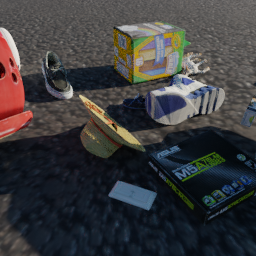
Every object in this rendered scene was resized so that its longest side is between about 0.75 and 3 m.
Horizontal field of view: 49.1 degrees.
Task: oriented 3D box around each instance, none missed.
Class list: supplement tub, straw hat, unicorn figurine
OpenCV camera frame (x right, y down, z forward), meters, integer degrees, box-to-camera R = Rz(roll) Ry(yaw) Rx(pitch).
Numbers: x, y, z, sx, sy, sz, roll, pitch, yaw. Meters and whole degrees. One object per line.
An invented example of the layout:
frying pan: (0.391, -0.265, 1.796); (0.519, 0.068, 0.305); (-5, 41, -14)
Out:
supplement tub: (-5.338, -2.462, 9.915); (2.508, 1.760, 1.760); (-23, 41, -29)
straw hat: (-0.638, 0.204, 6.834); (0.883, 2.086, 2.086); (-49, 45, 4)
unicorn figurine: (2.509, -2.448, 10.994); (1.248, 0.671, 1.817); (-19, 24, -7)

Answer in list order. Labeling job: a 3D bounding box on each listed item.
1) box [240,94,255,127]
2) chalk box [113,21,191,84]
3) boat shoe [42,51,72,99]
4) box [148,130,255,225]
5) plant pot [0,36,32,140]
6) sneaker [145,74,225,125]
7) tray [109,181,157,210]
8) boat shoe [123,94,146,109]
box: (3.344, -0.466, 7.535); (0.268, 0.520, 0.892); (25, 42, 23)
chalk box: (1.023, -3.003, 10.781); (2.789, 1.726, 1.735); (-14, 36, -21)
boat shoe: (-2.533, -1.878, 9.696); (0.790, 0.777, 2.191); (-15, 51, -29)
box: (1.773, 0.936, 6.206); (1.987, 0.472, 1.919); (-18, 41, -25)
plant pot: (-3.562, -0.692, 6.501); (2.443, 2.225, 2.443); (-24, 8, 4)
sneaker: (1.508, -0.951, 8.580); (2.544, 1.028, 1.469); (-10, 32, -26)
tray: (0.099, 1.377, 5.896); (0.925, 0.103, 0.497); (14, 38, 19)
boat shoe: (0.440, -0.875, 8.843); (1.208, 0.415, 0.509); (2, 35, 2)
